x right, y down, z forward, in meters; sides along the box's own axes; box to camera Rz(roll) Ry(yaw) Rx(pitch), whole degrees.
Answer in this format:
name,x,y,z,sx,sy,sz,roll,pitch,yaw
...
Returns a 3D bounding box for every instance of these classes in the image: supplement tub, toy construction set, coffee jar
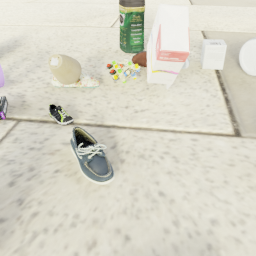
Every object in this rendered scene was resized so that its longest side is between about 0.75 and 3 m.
name,x,y,z,sx,sy,sz,roll,pitch,yaw
supplement tub,5.714,-2.964,11.001,2.412,1.478,1.478,-19,37,-27
toy construction set,-0.191,-2.238,10.560,1.050,0.738,1.602,-28,28,1
coffee jar,0.175,-4.819,12.890,1.079,2.529,1.319,-11,34,-16

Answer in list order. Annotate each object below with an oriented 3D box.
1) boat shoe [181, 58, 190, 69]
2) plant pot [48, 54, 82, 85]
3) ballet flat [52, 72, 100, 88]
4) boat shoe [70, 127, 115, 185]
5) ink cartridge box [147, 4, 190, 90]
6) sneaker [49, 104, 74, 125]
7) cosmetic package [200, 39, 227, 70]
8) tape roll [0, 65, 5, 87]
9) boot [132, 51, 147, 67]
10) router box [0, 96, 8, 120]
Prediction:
name,x,y,z,sx,sy,sz,roll,pitch,yaw
boat shoe,2.156,-2.935,11.775,0.533,0.619,1.718,-11,32,-19
plant pot,-2.086,-1.934,8.844,0.932,0.932,0.995,8,-4,12
ballet flat,-1.865,-1.728,9.939,1.745,0.558,0.660,0,30,-2
boat shoe,-0.844,0.565,6.382,0.679,0.561,1.815,-14,36,-21
ink cartridge box,1.133,-2.361,8.780,0.881,2.609,1.520,3,74,-4
sneaker,-1.968,-0.414,8.022,1.030,0.426,0.369,24,40,32
cosmetic package,3.486,-3.022,11.506,0.839,1.018,0.840,3,33,5
tape roll,-4.783,-2.009,9.609,0.450,1.372,1.372,-28,42,-36
boot,0.927,-2.308,11.033,1.756,0.639,1.866,9,41,2
router box,-4.016,-0.528,8.205,0.836,0.286,1.121,-14,33,-10
